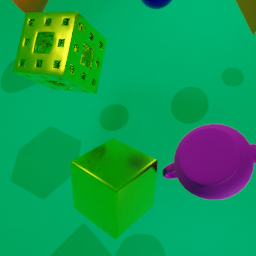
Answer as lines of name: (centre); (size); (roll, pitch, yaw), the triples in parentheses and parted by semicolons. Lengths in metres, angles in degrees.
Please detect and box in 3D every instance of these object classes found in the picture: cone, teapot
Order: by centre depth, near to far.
teapot: (1.551, 0.607, 4.795); (2.081, 1.019, 1.294); (-15, 59, 24)
cone: (3.269, -3.066, 7.209); (1.337, 1.342, 1.337); (-9, 33, 6)
cone: (-2.330, -4.214, 7.819); (1.625, 1.619, 1.619); (-17, 61, 22)

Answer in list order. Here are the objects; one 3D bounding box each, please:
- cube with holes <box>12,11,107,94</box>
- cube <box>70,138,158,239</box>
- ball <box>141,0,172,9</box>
cube with holes: (-1.441, -1.607, 6.183); (1.307, 1.307, 1.307); (9, 85, 24)
cube: (-0.251, 1.045, 5.146); (1.120, 1.120, 1.120); (24, 36, 34)
ball: (0.678, -3.276, 6.550); (0.923, 0.923, 0.923); (0, 64, 0)
